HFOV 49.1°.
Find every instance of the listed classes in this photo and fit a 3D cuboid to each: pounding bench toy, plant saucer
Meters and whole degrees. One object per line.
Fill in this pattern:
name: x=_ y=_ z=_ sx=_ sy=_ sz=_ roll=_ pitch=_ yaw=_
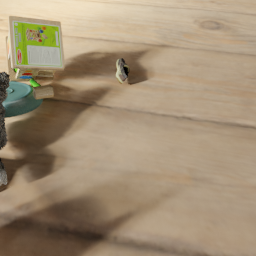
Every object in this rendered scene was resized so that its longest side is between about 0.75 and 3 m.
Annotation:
pounding bench toy: x=-2.989 y=-1.941 z=8.917 sx=1.480 sy=1.858 sz=2.383 roll=-4 pitch=86 yaw=-27
plant saucer: x=-3.728 y=-0.971 z=8.590 sx=2.134 sy=0.384 sz=2.134 roll=2 pitch=31 yaw=-1

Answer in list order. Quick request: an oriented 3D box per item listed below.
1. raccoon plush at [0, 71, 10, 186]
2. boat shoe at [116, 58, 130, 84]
raccoon plush: x=-3.240 y=-0.196 z=6.883 sx=2.797 sy=1.874 sz=1.353 roll=41 pitch=24 yaw=22
boat shoe: x=-0.141 y=-2.027 z=9.736 sx=0.421 sy=0.475 sz=1.298 roll=-24 pitch=43 yaw=23
